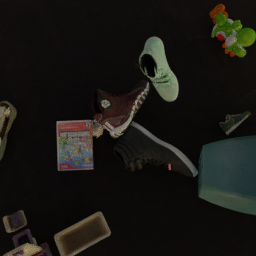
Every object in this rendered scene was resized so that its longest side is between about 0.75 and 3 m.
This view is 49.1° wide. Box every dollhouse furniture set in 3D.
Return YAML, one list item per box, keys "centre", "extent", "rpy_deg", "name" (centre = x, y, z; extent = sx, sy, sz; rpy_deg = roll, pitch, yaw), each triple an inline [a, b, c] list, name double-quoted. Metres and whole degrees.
- centre: [-2.116, 2.808, 7.965]
  extent: [2.761, 1.959, 2.188]
  rpy_deg: [-25, 66, -12]
  name: "dollhouse furniture set"

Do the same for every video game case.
- centre: [-1.841, 0.594, 9.728]
  extent: [1.221, 0.149, 1.708]
  rpy_deg: [-2, 87, -1]
  name: "video game case"

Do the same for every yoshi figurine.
- centre: [4.539, -4.167, 11.862]
  extent: [1.355, 1.350, 2.412]
  rpy_deg: [-15, 67, -15]
  name: "yoshi figurine"

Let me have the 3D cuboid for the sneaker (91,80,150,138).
- centre: [-0.328, -1.116, 10.004]
  extent: [1.613, 1.057, 2.793]
  rpy_deg: [36, 53, -10]
  name: "sneaker"

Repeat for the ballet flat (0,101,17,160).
- centre: [-4.705, 0.158, 9.943]
  extent: [0.845, 0.799, 2.508]
  rpy_deg: [7, 64, 4]
  name: "ballet flat"

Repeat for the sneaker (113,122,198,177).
- centre: [0.778, 1.105, 9.401]
  extent: [2.943, 1.041, 1.460]
  rpy_deg: [33, 70, 21]
  name: "sneaker"

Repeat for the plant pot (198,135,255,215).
- centre: [3.751, 1.480, 8.672]
  extent: [2.984, 2.109, 2.108]
  rpy_deg: [4, 63, 10]
  name: "plant pot"

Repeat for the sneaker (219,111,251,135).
- centre: [3.937, -0.332, 10.384]
  extent: [1.281, 0.430, 0.575]
  rpy_deg: [-38, 74, -14]
  name: "sneaker"

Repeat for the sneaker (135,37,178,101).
- centre: [0.811, -1.395, 7.850]
  extent: [0.734, 1.993, 1.176]
  rpy_deg: [-9, 33, 29]
  name: "sneaker"

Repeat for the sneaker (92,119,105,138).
- centre: [-1.065, -0.055, 10.223]
  extent: [1.672, 0.628, 0.678]
  rpy_deg: [-32, 79, -11]
  name: "sneaker"
